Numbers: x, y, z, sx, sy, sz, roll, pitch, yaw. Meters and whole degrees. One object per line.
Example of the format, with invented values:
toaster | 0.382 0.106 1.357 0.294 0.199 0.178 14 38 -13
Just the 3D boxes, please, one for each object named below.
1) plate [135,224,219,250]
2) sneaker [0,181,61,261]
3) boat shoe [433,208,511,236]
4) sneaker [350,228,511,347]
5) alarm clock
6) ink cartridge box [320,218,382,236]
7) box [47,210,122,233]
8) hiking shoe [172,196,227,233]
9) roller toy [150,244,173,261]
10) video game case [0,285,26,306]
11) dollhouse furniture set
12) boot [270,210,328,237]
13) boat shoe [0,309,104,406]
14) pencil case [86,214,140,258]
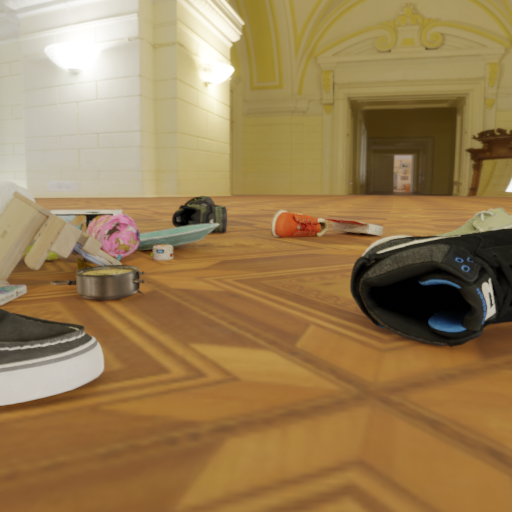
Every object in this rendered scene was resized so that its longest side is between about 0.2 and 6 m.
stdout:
plate | -1.955 -0.406 12.497 2.326 0.297 2.326 -8 7 1
sneaker | -4.430 -0.474 9.854 1.366 0.985 2.602 -5 -21 4
boat shoe | 4.394 -0.405 10.266 3.018 0.936 1.087 -7 5 3
sneaker | 2.572 0.338 5.576 3.250 1.187 1.818 -6 9 19
alarm clock | -2.106 0.362 7.492 1.216 0.405 0.820 0 8 -11
ink cartridge box | 2.585 -0.788 15.330 1.142 0.286 1.315 6 2 -39
box | -4.660 -0.705 13.673 2.577 0.775 1.503 0 8 -6
hiking shoe | -1.904 -1.266 16.669 1.385 1.042 2.751 0 8 -27
roller toy | -1.817 -0.076 10.938 0.431 0.302 0.394 -6 10 -35
video game case | -3.756 0.537 7.205 1.194 0.141 1.087 -1 7 -1
dollhouse furniture set | -2.930 0.157 8.491 1.766 1.221 1.871 26 -8 39
boot | 1.160 -0.824 15.004 1.023 0.716 1.907 12 13 35
boat shoe | -2.623 0.529 4.297 2.883 0.955 1.008 1 8 8
pencil case | -2.695 -0.394 10.430 0.765 0.732 1.769 -30 15 -21
